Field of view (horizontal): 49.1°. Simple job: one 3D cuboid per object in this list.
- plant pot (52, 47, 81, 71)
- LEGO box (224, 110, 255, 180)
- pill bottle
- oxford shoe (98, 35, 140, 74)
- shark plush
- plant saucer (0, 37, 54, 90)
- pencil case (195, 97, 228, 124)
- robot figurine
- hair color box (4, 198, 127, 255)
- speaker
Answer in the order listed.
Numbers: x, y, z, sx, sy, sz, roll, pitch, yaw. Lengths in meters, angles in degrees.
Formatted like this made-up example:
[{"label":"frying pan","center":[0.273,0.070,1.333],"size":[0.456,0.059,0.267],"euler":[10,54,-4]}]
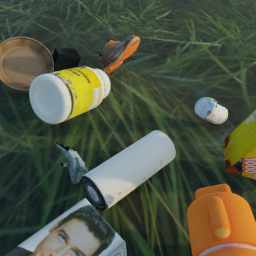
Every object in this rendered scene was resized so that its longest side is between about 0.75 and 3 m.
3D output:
[{"label":"plant pot","center":[-2.063,-2.175,9.076],"size":[0.695,0.782,0.784],"euler":[10,32,-35]},{"label":"LEGO box","center":[2.973,0.222,5.059],"size":[1.543,2.072,0.800],"euler":[16,55,-5]},{"label":"pill bottle","center":[-1.370,-0.942,7.211],"size":[1.174,1.174,2.089],"euler":[20,27,22]},{"label":"oxford shoe","center":[-0.384,-2.349,8.560],"size":[0.740,2.076,0.757],"euler":[-40,98,-32]},{"label":"shark plush","center":[-1.156,0.700,5.656],"size":[0.415,0.996,0.452],"euler":[-31,39,-7]},{"label":"plant saucer","center":[-3.131,-1.900,8.454],"size":[1.710,0.313,1.710],"euler":[5,76,-19]},{"label":"pencil case","center":[2.075,-0.417,6.901],"size":[1.141,0.518,0.474],"euler":[17,30,-54]},{"label":"robot figurine","center":[1.448,1.687,4.165],"size":[1.023,1.262,1.755],"euler":[15,37,-8]},{"label":"hair color box","center":[-1.174,2.153,4.133],"size":[2.170,0.658,1.074],"euler":[-32,50,-28]},{"label":"speaker","center":[0.073,0.806,5.714],"size":[1.961,0.796,0.796],"euler":[-31,49,-31]}]
